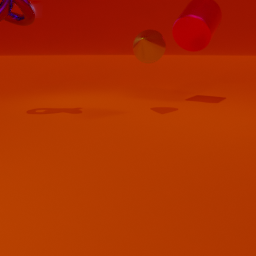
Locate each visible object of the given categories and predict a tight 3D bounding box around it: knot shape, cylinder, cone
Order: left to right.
[{"bbox_3d":[-3.202,-3.256,7.106,1.779,1.901,0.879,29,29,-20],"label":"knot shape"},{"bbox_3d":[0.493,-2.343,7.700,0.973,0.973,0.977,4,5,15],"label":"cone"},{"bbox_3d":[2.367,-3.536,9.578,1.335,1.335,1.335,10,51,31],"label":"cylinder"}]
